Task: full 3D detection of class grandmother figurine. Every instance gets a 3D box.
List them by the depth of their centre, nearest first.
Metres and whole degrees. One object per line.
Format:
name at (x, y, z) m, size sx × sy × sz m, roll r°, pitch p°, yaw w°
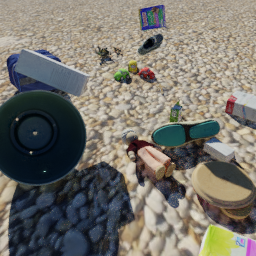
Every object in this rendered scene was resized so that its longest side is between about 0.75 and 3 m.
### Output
grandmother figurine at (0.615, 0.810, 10.123) m, size 1.508 × 0.753 × 2.487 m, roll 2°, pitch 28°, yaw -43°

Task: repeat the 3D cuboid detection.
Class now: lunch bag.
lunch bag at (-4.521, -2.784, 14.157) m, size 2.659 × 1.807 × 1.759 m, roll -23°, pitch 42°, yaw -30°

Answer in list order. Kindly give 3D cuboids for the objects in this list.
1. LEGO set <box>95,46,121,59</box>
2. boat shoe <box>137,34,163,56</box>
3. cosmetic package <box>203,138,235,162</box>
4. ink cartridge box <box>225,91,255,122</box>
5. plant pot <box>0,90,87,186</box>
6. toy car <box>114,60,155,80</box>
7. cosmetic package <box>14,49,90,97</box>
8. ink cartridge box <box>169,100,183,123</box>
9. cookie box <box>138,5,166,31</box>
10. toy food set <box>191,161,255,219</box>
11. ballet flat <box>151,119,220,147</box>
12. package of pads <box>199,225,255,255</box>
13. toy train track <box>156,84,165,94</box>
LEGO set at (-1.386, -4.913, 18.363) m, size 2.023 × 0.573 × 1.314 m, roll -5°, pitch 36°, yaw -29°
boat shoe at (1.141, -3.964, 13.091) m, size 1.717 × 0.530 × 0.625 m, roll -41°, pitch 90°, yaw -25°
cosmetic package at (3.380, 0.825, 10.392) m, size 0.556 × 0.400 × 0.986 m, roll -24°, pitch 43°, yaw -28°
ink cartridge box at (5.388, -0.983, 12.655) m, size 1.583 × 0.656 × 1.154 m, roll 25°, pitch 43°, yaw 30°
plant pot at (-3.073, 0.245, 9.476) m, size 2.951 × 2.951 × 1.977 m, roll -16°, pitch 11°, yaw -21°
toy car at (0.157, -3.239, 15.909) m, size 2.107 × 0.499 × 2.239 m, roll -22°, pitch 41°, yaw -28°
cosmetic package at (-2.732, -2.034, 10.426) m, size 2.445 × 0.871 × 1.240 m, roll 23°, pitch 9°, yaw -6°
ink cartridge box at (2.185, -0.695, 12.192) m, size 0.378 × 0.737 × 0.997 m, roll 20°, pitch 40°, yaw 25°
cookie box at (0.986, -4.476, 11.430) m, size 1.020 × 0.872 × 0.383 m, roll -1°, pitch 15°, yaw 24°
toy food set at (3.059, 1.811, 8.936) m, size 2.049 × 0.498 × 2.028 m, roll 20°, pitch 40°, yaw 25°
ballet flat at (2.190, 0.158, 11.041) m, size 2.847 × 0.989 × 0.989 m, roll -6°, pitch 36°, yaw -10°
package of pads at (2.366, 3.327, 6.749) m, size 1.362 × 0.601 × 1.763 m, roll 15°, pitch 38°, yaw 19°
toy train track at (1.708, -2.003, 14.536) m, size 0.513 × 0.145 × 0.894 m, roll 4°, pitch 41°, yaw -7°
